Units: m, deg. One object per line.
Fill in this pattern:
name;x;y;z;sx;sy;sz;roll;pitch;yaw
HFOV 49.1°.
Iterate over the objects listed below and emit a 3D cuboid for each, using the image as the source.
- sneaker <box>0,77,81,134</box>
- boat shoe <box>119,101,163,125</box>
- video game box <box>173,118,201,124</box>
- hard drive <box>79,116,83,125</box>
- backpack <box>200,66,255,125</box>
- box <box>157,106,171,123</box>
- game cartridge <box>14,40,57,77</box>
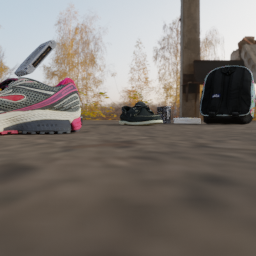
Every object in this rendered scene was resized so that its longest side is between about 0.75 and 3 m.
sneaker;-1.848;-0.339;4.117;2.327;0.869;0.938;-2;3;-32
boat shoe;0.390;-0.517;9.893;0.941;0.835;2.517;-1;2;-20
video game box;2.799;-0.349;13.451;1.221;0.286;1.113;0;4;6
hard drive;-2.651;-0.242;9.416;1.957;0.322;1.366;-1;2;-24
backpack;4.009;-1.262;11.151;2.037;2.294;1.727;0;-18;29
box;1.781;-0.656;13.972;0.270;0.856;1.085;-1;1;-19
game cartridge;-2.634;-1.960;7.940;0.863;1.297;0.269;-2;-41;49
